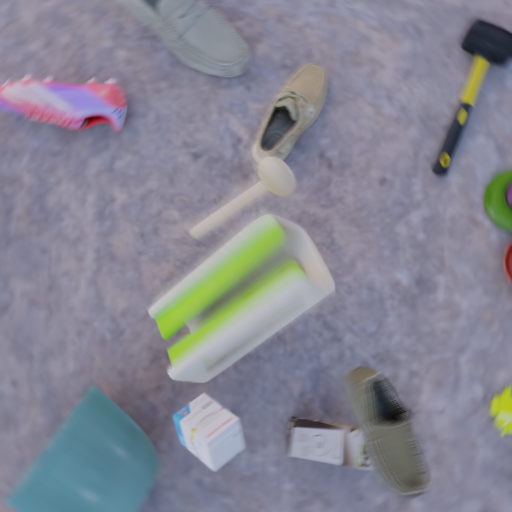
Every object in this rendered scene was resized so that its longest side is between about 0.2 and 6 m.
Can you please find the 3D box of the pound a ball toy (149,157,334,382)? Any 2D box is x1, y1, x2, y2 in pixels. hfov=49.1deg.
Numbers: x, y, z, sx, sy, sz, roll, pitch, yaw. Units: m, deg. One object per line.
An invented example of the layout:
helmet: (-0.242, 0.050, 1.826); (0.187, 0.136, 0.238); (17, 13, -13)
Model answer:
pound a ball toy: (-0.203, 0.313, 9.363); (3.398, 1.443, 2.216); (-39, 57, 22)

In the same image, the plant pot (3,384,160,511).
plant pot: (-2.629, 3.466, 9.055); (1.722, 2.145, 2.145); (37, 81, -6)

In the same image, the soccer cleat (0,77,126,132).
soccer cleat: (-3.840, -2.909, 10.958); (2.546, 0.849, 0.974); (-1, 86, -2)

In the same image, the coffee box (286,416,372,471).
coffee box: (1.347, 3.214, 9.633); (1.578, 0.892, 0.630); (9, 78, 1)

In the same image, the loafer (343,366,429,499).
loafer: (1.743, 2.330, 7.397); (0.691, 0.640, 1.837); (-25, 81, -17)

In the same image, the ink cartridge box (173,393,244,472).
ink cartridge box: (-0.690, 2.565, 8.185); (0.607, 0.604, 0.827); (-30, 35, -33)

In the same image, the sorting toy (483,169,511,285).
sorting toy: (5.274, -0.553, 10.316); (1.547, 1.057, 2.575); (-8, 78, -1)

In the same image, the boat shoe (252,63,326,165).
boat shoe: (0.687, -2.835, 10.925); (0.865, 0.779, 2.397); (31, 80, 6)

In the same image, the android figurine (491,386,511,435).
android figurine: (4.612, 2.810, 10.089); (0.775, 0.175, 0.852); (15, 77, 3)

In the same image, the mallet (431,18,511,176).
mallet: (4.363, -3.066, 11.136); (1.082, 0.676, 3.286); (16, 84, -1)

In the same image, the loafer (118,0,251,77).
loafer: (-1.549, -4.794, 11.120); (3.374, 1.177, 1.180); (36, 81, 7)
